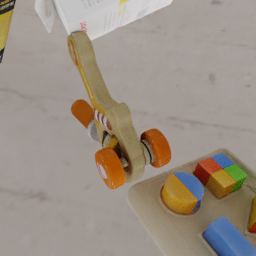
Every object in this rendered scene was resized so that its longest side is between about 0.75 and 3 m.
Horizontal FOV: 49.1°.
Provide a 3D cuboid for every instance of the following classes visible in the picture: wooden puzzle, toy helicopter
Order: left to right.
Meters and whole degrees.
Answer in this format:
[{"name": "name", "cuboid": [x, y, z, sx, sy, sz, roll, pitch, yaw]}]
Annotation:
[{"name": "toy helicopter", "cuboid": [-0.421, -0.314, 4.745, 1.034, 1.734, 2.622, -22, 93, -19]}, {"name": "wooden puzzle", "cuboid": [1.490, 1.273, 4.428, 2.338, 0.541, 2.165, -19, 48, -27]}]

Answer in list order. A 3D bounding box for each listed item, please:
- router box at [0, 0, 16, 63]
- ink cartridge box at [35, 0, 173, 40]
[{"name": "router box", "cuboid": [-2.499, -1.201, 3.994, 0.513, 1.543, 1.963, 34, 43, -6]}, {"name": "ink cartridge box", "cuboid": [-0.475, -2.610, 4.757, 2.491, 1.601, 1.560, -27, 95, -6]}]
